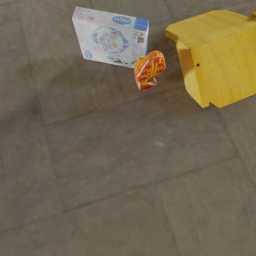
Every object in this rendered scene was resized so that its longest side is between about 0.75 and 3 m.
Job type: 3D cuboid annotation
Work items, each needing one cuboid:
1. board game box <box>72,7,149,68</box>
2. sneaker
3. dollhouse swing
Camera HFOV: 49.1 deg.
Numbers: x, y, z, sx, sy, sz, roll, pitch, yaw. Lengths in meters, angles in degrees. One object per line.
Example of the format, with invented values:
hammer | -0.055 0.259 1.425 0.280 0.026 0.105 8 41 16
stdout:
board game box | -0.464 -2.666 8.608 2.101 2.111 0.458 11 73 4
sneaker | 0.485 -1.755 8.115 0.830 2.274 0.877 -19 85 -9
dollhouse swing | 2.959 -2.456 9.436 2.879 2.531 2.616 -21 112 -9
